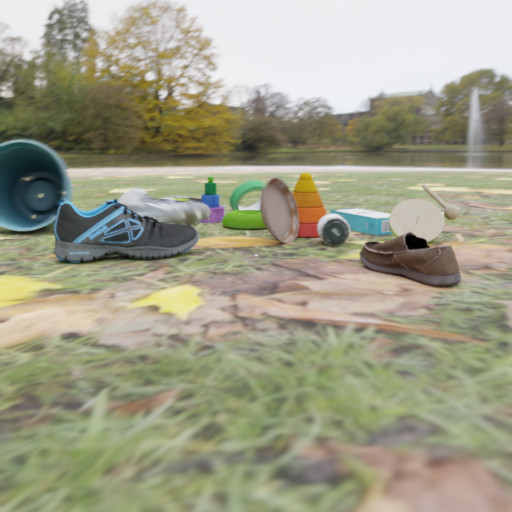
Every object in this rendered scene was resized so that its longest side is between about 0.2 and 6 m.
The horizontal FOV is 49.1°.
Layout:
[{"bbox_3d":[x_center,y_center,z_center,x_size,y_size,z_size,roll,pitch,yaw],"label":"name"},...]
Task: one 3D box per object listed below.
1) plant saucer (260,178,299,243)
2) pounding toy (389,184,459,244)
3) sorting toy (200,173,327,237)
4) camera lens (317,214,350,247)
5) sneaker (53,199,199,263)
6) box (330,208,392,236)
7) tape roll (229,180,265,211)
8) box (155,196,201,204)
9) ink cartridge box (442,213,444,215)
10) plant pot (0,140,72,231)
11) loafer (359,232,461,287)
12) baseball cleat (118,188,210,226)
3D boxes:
[{"bbox_3d":[0.478,-0.972,12.240,0.235,1.465,1.465,-14,3,32],"label":"plant saucer"},{"bbox_3d":[3.614,-0.698,12.364,1.494,0.693,1.153,-40,61,-15],"label":"pounding toy"},{"bbox_3d":[0.074,-1.442,14.280,4.322,1.489,1.499,11,16,40],"label":"sorting toy"},{"bbox_3d":[1.652,-0.563,12.011,0.636,0.636,0.795,0,11,-1],"label":"camera lens"},{"bbox_3d":[-2.383,-0.509,10.558,2.729,1.118,0.999,-4,10,-25],"label":"sneaker"},{"bbox_3d":[2.671,-0.869,13.993,0.747,0.446,1.817,-6,13,-28],"label":"box"},{"bbox_3d":[-0.163,-1.584,15.797,1.184,1.184,0.285,-6,46,-27],"label":"tape roll"},{"bbox_3d":[-2.459,-1.580,17.581,1.788,0.425,1.727,8,17,34],"label":"box"},{"bbox_3d":[4.369,-0.948,14.614,1.074,0.362,0.626,-2,11,-4],"label":"ink cartridge box"},{"bbox_3d":[-5.651,-1.618,14.135,2.151,2.151,2.021,-2,-2,-9],"label":"plant pot"},{"bbox_3d":[2.532,-0.050,9.241,0.754,0.733,2.064,-7,13,-31],"label":"loafer"},{"bbox_3d":[-2.250,-1.129,13.024,2.316,1.232,0.807,-13,-24,-29],"label":"baseball cleat"}]
